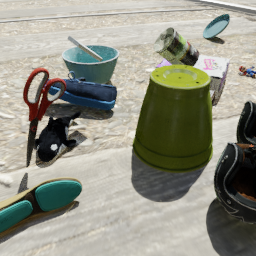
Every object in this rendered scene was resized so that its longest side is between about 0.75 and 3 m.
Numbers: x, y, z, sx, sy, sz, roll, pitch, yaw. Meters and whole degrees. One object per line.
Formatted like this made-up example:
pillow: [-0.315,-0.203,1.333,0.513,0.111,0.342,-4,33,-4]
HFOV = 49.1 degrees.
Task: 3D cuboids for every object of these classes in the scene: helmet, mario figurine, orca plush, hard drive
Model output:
helmet: [2.696,1.202,6.138,1.734,1.653,1.734,8,1,0]
mario figurine: [5.554,-2.684,13.025,0.553,0.475,0.896,-25,43,-32]
orca plush: [-2.128,0.001,8.642,1.259,0.851,2.394,13,36,19]
hard drive: [-1.320,-2.444,8.667,0.677,0.135,1.026,42,11,36]
helmet: [3.802,0.195,7.535,1.845,1.759,1.845,4,-6,0]

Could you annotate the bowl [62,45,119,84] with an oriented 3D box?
bowl: [-1.580,-2.671,12.263,2.448,1.281,2.448,0,34,0]

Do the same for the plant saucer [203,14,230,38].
plant saucer: [5.704,-6.481,17.959,1.954,0.268,1.954,-37,31,27]

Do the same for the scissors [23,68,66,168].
scissors: [-2.410,-0.169,6.954,1.011,2.764,0.193,12,23,-49]

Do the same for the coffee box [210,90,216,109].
coffee box: [1.847,-0.806,9.606,2.005,1.147,0.799,16,36,20]

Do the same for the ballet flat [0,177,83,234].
ballet flat: [-2.176,1.617,6.379,2.271,0.779,0.716,-18,18,-28]

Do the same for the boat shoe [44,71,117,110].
boat shoe: [-1.740,-1.408,10.509,2.799,1.178,0.961,16,72,2]

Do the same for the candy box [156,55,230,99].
candy box: [2.820,-2.393,12.120,2.696,0.964,2.262,14,36,20]

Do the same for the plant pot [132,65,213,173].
plant pot: [1.351,-0.438,7.956,2.446,2.355,2.446,0,33,0]

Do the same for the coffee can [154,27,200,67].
coffee can: [1.672,-2.662,9.648,1.313,0.961,0.961,29,21,-30]
